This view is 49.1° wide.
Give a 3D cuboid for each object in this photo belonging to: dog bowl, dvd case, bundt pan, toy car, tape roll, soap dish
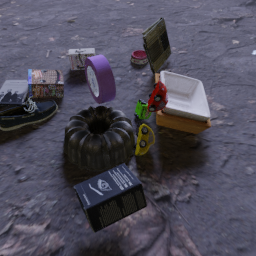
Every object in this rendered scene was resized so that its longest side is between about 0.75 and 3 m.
[{"bbox_3d":[0.642,-3.901,15.338,1.041,0.384,1.041,0,45,0],"label":"dog bowl"},{"bbox_3d":[-5.326,-1.655,13.137,1.416,0.233,1.884,2,44,2],"label":"dvd case"},{"bbox_3d":[-1.092,0.170,10.659,2.905,1.090,2.905,0,43,0],"label":"bundt pan"},{"bbox_3d":[0.799,-0.546,11.032,0.642,2.877,2.707,14,15,-12],"label":"toy car"},{"bbox_3d":[-1.110,-1.891,10.979,0.601,1.832,1.832,-19,47,-20],"label":"tape roll"},{"bbox_3d":[2.126,-1.062,11.610,2.169,1.120,2.756,12,44,-9],"label":"soap dish"}]

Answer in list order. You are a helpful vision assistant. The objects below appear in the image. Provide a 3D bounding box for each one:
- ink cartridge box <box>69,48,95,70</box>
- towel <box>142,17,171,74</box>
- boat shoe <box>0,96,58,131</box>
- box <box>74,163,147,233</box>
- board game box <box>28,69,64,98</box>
[{"bbox_3d":[-2.357,-3.568,14.565,1.335,0.980,0.553,-4,45,-3],"label":"ink cartridge box"},{"bbox_3d":[1.476,-4.224,14.365,0.383,2.137,2.219,9,46,34],"label":"towel"},{"bbox_3d":[-4.212,-0.710,11.767,2.520,0.779,0.944,-20,48,-19],"label":"boat shoe"},{"bbox_3d":[-0.507,1.919,7.907,1.681,0.877,1.244,-22,28,-15],"label":"box"},{"bbox_3d":[-3.804,-2.072,13.015,1.564,0.758,1.247,-3,44,-17],"label":"board game box"}]
